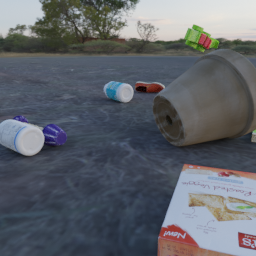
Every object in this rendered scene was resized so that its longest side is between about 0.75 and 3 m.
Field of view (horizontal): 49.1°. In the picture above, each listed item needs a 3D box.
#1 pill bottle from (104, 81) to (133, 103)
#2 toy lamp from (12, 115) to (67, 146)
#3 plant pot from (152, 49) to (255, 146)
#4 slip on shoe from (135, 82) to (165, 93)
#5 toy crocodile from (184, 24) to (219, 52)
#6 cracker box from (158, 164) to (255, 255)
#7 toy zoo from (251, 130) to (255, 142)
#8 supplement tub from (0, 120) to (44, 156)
[{"bbox_3d":[-0.469,-1.567,11.947,0.776,0.776,1.401,-13,21,-36],"label":"pill bottle"},{"bbox_3d":[-2.277,0.070,7.162,1.937,0.564,0.564,14,22,40],"label":"toy lamp"},{"bbox_3d":[1.789,-0.534,6.896,1.988,2.292,2.292,-25,25,-19],"label":"plant pot"},{"bbox_3d":[1.059,-1.943,13.746,1.526,0.565,0.467,8,48,14],"label":"slip on shoe"},{"bbox_3d":[2.434,-2.930,9.298,0.608,0.665,1.969,33,20,29],"label":"toy crocodile"},{"bbox_3d":[1.220,1.155,3.612,1.307,0.563,1.951,6,19,17],"label":"cracker box"},{"bbox_3d":[4.277,0.028,7.757,1.492,0.233,2.275,8,20,25],"label":"toy zoo"},{"bbox_3d":[-2.492,0.207,6.464,1.030,0.680,0.680,14,22,39],"label":"supplement tub"}]
